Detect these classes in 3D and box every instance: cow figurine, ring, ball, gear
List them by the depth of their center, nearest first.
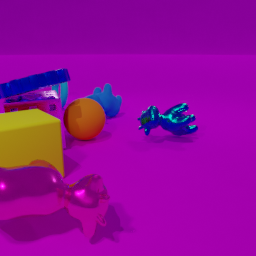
[{"bbox_3d":[-1.044,0.875,3.610,1.501,0.824,1.477,4,7,-45],"label":"cow figurine"},{"bbox_3d":[-2.153,-1.026,6.454,1.602,0.296,1.602,-14,11,3],"label":"gear"},{"bbox_3d":[1.031,-0.152,7.417,1.364,0.761,1.387,-18,-31,23],"label":"cow figurine"},{"bbox_3d":[-1.160,-0.243,7.476,1.117,1.117,1.117,0,16,0],"label":"ball"},{"bbox_3d":[-0.855,-0.739,9.550,0.872,1.564,1.589,-15,-37,30],"label":"cow figurine"},{"bbox_3d":[-2.740,-1.471,11.198,0.286,1.429,1.429,-1,14,-32],"label":"ring"}]

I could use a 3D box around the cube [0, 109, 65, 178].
[{"bbox_3d":[-2.017,0.373,5.316,1.175,1.175,1.175,-12,20,-36],"label":"cube"}]

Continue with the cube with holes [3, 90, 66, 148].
[{"bbox_3d":[-2.325,-0.185,7.019,1.244,1.244,1.244,-8,18,-18],"label":"cube with holes"}]
